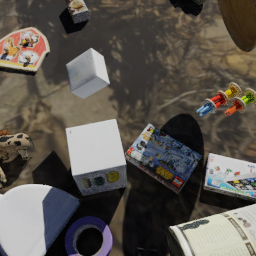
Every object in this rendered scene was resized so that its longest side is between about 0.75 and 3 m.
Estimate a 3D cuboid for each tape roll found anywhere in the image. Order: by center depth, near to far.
[{"bbox_3d":[-0.962,2.824,6.972,1.131,0.480,1.131,0,62,0],"label":"tape roll"}]

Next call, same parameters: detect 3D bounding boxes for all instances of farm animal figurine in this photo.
[{"bbox_3d":[-3.730,0.725,7.687,1.534,0.955,1.899,23,52,12],"label":"farm animal figurine"}]

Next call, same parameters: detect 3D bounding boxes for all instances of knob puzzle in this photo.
[{"bbox_3d":[-3.912,-3.056,10.360,2.293,0.318,2.293,0,61,0],"label":"knob puzzle"}]

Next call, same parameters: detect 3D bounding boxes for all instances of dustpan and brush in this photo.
[{"bbox_3d":[-3.031,2.059,7.328,2.999,0.858,2.093,31,58,9],"label":"dustpan and brush"}]

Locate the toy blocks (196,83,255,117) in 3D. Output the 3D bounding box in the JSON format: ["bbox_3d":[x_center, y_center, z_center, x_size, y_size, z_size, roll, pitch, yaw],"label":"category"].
[{"bbox_3d":[2.010,-0.475,5.782,1.001,0.364,0.834,-33,33,-8],"label":"toy blocks"}]

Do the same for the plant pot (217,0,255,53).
[{"bbox_3d":[2.923,-3.367,7.352,0.378,2.752,2.752,-20,61,9],"label":"plant pot"}]

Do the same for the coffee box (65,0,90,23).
[{"bbox_3d":[-2.054,-4.819,11.266,0.644,0.455,1.140,-21,63,-11],"label":"coffee box"}]

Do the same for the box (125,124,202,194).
[{"bbox_3d":[1.011,0.850,8.136,1.846,0.368,1.264,33,66,17],"label":"box"}]

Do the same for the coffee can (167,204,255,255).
[{"bbox_3d":[2.518,2.819,6.034,2.850,2.086,2.086,-12,61,-7],"label":"coffee can"}]

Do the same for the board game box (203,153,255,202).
[{"bbox_3d":[3.016,1.395,7.880,1.639,0.284,1.035,13,62,7],"label":"board game box"}]

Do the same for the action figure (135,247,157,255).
[{"bbox_3d":[0.343,3.475,6.535,0.737,0.633,1.241,12,59,-6],"label":"action figure"}]

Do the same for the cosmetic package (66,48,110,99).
[{"bbox_3d":[-1.102,-1.457,7.583,0.937,0.578,0.940,-26,65,25],"label":"cosmetic package"}]

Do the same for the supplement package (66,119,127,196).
[{"bbox_3d":[-0.786,0.833,7.376,1.294,1.705,1.284,-11,61,-6],"label":"supplement package"}]

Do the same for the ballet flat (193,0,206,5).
[{"bbox_3d":[2.531,-5.772,11.683,1.716,0.646,0.582,35,53,18],"label":"ballet flat"}]
